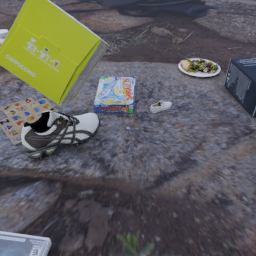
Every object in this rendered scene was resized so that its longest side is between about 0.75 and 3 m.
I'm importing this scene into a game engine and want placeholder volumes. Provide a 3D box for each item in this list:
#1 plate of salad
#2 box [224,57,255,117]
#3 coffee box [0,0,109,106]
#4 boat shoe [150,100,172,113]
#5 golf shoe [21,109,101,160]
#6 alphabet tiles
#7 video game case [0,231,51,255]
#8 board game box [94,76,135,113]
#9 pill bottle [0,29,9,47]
[{"bbox_3d":[3.384,-2.963,13.236,1.959,0.471,1.959,0,37,0],"label":"plate of salad"},{"bbox_3d":[5.210,-1.686,10.887,1.807,1.304,2.435,-6,38,-7],"label":"box"},{"bbox_3d":[-1.818,-1.952,7.188,1.885,1.888,1.867,35,11,-6],"label":"coffee box"},{"bbox_3d":[1.263,-0.870,10.631,0.973,0.340,0.345,-19,41,-23],"label":"boat shoe"},{"bbox_3d":[-2.015,-0.062,8.841,2.731,1.290,1.062,-29,45,-34],"label":"golf shoe"},{"bbox_3d":[-3.626,-0.406,10.249,2.032,0.092,2.431,-27,45,-29],"label":"alphabet tiles"},{"bbox_3d":[-2.948,2.979,5.488,2.266,0.265,2.060,5,38,7],"label":"video game case"},{"bbox_3d":[-0.471,-1.381,11.248,1.520,0.387,2.245,1,38,1],"label":"board game box"},{"bbox_3d":[-6.061,-4.076,13.880,0.796,1.431,0.796,0,38,0],"label":"pill bottle"}]
